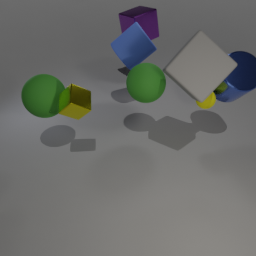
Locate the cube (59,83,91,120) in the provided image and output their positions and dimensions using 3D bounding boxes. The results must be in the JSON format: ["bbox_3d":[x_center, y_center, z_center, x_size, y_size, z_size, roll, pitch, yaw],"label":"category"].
[{"bbox_3d":[-1.561,-0.757,8.261,0.700,0.700,0.700,19,55,-38],"label":"cube"}]

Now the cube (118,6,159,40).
[{"bbox_3d":[0.560,-5.181,14.121,1.400,1.400,1.400,-29,40,-21],"label":"cube"}]

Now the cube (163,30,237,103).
[{"bbox_3d":[2.009,-1.761,8.182,1.400,1.400,1.400,41,10,-4],"label":"cube"}]

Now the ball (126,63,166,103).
[{"bbox_3d":[0.635,-1.582,9.866,1.400,1.400,1.400,0,33,0],"label":"ball"}]

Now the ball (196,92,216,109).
[{"bbox_3d":[2.757,-1.025,9.940,0.700,0.700,0.700,0,33,0],"label":"ball"}]

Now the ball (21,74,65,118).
[{"bbox_3d":[-2.670,-1.019,8.967,1.400,1.400,1.400,0,33,0],"label":"ball"}]

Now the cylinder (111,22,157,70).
[{"bbox_3d":[0.238,-3.381,11.628,1.400,1.400,1.400,-37,31,14],"label":"cylinder"}]

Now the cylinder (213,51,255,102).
[{"bbox_3d":[3.645,-1.731,9.706,1.400,1.400,1.400,-3,-10,-5],"label":"cylinder"}]
